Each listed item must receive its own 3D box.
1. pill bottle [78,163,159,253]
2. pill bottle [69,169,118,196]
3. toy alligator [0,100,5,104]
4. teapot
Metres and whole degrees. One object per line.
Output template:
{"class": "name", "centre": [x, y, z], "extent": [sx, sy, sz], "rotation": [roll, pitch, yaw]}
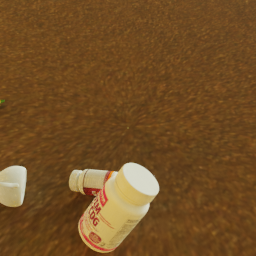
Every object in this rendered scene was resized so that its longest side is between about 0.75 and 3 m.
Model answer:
{"class": "pill bottle", "centre": [-0.197, 1.605, 5.677], "extent": [0.994, 1.753, 0.994], "rotation": [28, 25, -14]}
{"class": "pill bottle", "centre": [-0.800, 1.316, 6.753], "extent": [1.119, 0.613, 0.613], "rotation": [2, 50, 16]}
{"class": "toy alligator", "centre": [-4.270, -0.625, 8.539], "extent": [0.255, 0.352, 1.063], "rotation": [51, 59, -9]}
{"class": "teapot", "centre": [-2.799, 1.338, 6.484], "extent": [0.746, 1.022, 1.009], "rotation": [6, 30, -15]}
